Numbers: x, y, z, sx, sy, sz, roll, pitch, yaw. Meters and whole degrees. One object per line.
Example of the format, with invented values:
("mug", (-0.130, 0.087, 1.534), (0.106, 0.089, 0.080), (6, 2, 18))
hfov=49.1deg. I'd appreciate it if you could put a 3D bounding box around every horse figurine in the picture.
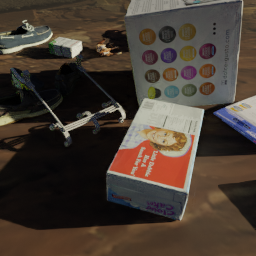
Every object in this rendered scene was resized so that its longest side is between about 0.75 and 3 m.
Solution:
("horse figurine", (-0.988, -3.457, 12.224), (1.027, 0.387, 1.550), (-18, 42, -21))

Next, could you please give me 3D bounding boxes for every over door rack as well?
("over door rack", (-1.596, -0.831, 8.336), (1.972, 0.889, 2.670), (-26, 66, -28))

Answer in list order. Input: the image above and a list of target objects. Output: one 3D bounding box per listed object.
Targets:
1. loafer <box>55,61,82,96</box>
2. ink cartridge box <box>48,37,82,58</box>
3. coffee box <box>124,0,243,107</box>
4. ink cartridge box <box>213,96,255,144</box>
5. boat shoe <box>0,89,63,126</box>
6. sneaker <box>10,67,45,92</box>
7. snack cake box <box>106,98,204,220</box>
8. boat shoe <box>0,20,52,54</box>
("loafer", (-2.116, -1.994, 10.078), (0.766, 0.760, 2.103), (0, 38, 2))
("ink cartridge box", (-2.708, -3.511, 12.204), (1.179, 0.490, 0.864), (16, 41, 19))
("coffee box", (1.650, -2.660, 8.830), (2.954, 2.982, 2.987), (-4, 38, 10))
("ink cartridge box", (4.035, -0.276, 8.066), (2.846, 0.597, 1.698), (-17, 40, -25))
("boat shoe", (-3.152, -0.778, 8.526), (2.421, 0.784, 0.886), (-26, 45, -29))
("sneaker", (-3.562, -1.648, 9.873), (0.700, 0.616, 1.654), (-26, 54, -37))
("snack cake box", (0.770, 0.549, 6.703), (1.671, 0.976, 2.905), (13, 41, 13))
("boat shoe", (-4.773, -4.291, 12.848), (1.099, 0.907, 2.934), (31, 48, 33))
